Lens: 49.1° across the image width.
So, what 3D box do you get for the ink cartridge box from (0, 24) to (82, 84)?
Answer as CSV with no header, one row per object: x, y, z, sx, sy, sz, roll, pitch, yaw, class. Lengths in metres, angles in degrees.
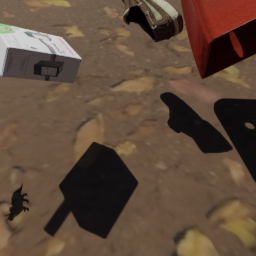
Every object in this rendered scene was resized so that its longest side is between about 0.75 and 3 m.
-2.126,-1.683,6.442,1.707,0.717,1.242,-2,40,-42,ink cartridge box

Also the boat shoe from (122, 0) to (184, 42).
0.253,-3.368,7.720,1.040,1.038,2.810,-35,60,-9,boat shoe

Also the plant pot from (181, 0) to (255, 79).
2.736,-3.349,7.200,2.899,2.896,2.554,-26,79,7,plant pot
